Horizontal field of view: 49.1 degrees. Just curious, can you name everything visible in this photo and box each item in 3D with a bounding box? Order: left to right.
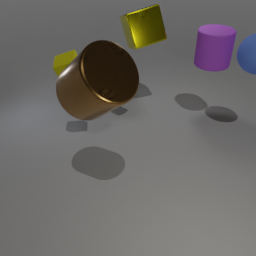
[{"bbox_3d":[-1.862,-1.906,8.818,0.700,0.700,0.700,-16,45,9],"label":"cube"},{"bbox_3d":[-0.699,-0.993,6.208,1.400,1.400,1.400,-26,3,-36],"label":"cylinder"},{"bbox_3d":[0.618,-4.200,11.707,1.400,1.400,1.400,-20,21,-6],"label":"cube"},{"bbox_3d":[3.352,-3.124,10.892,1.400,1.400,1.400,-1,37,1],"label":"cylinder"},{"bbox_3d":[4.504,-2.552,9.644,1.400,1.400,1.400,0,31,0],"label":"ball"}]
